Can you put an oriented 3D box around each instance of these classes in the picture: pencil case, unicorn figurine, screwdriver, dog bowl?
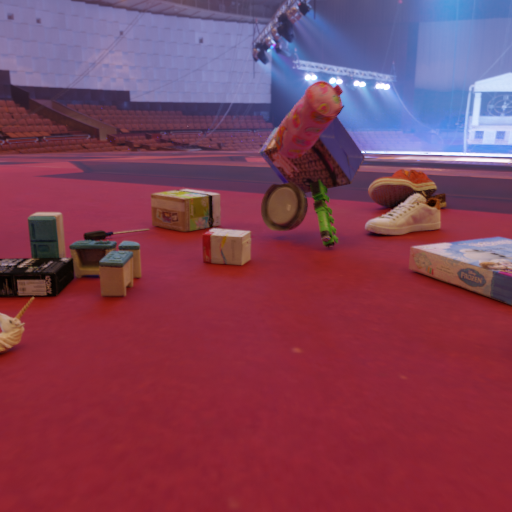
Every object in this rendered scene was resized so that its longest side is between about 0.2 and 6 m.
[{"bbox_3d":[1.033,-2.701,11.253,0.842,0.842,1.927,-6,-16,-21],"label":"pencil case"},{"bbox_3d":[-3.372,1.019,6.484,1.062,0.571,1.546,13,27,-10],"label":"unicorn figurine"},{"bbox_3d":[-3.321,-0.581,13.471,1.707,0.248,0.238,-15,22,-37],"label":"screwdriver"},{"bbox_3d":[0.686,-1.150,13.144,1.222,1.222,0.358,13,3,42],"label":"dog bowl"}]

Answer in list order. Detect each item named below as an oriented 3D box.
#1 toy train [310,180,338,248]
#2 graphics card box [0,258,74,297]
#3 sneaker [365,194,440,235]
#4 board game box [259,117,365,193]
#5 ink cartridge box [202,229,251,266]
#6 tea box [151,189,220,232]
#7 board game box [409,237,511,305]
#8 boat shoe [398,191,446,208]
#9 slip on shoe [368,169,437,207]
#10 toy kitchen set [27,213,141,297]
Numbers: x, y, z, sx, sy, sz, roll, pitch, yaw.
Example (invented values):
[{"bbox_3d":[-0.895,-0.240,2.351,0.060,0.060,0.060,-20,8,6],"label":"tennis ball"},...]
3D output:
[{"bbox_3d":[1.489,-0.951,12.467,0.353,1.691,0.477,-21,-33,23],"label":"toy train"},{"bbox_3d":[-4.021,0.343,9.338,1.702,0.433,1.068,-2,13,-3],"label":"graphics card box"},{"bbox_3d":[3.677,-1.069,14.065,2.266,0.959,0.825,-9,18,-28],"label":"sneaker"},{"bbox_3d":[1.309,-2.391,13.264,1.885,1.503,0.913,-6,45,49],"label":"board game box"},{"bbox_3d":[-0.570,-0.182,11.128,0.829,0.600,0.602,4,14,17],"label":"ink cartridge box"},{"bbox_3d":[-1.848,-1.209,14.719,1.327,0.886,1.305,12,19,39],"label":"tea box"},{"bbox_3d":[4.364,0.173,9.868,2.315,0.502,2.304,-6,14,-26],"label":"board game box"},{"bbox_3d":[5.259,-1.782,17.769,1.502,0.540,0.542,-1,13,8],"label":"boat shoe"},{"bbox_3d":[4.634,-2.278,18.112,3.185,0.975,1.180,-9,-28,-42],"label":"slip on shoe"},{"bbox_3d":[-3.022,-0.053,9.471,1.934,1.140,1.550,0,14,1],"label":"toy kitchen set"}]
